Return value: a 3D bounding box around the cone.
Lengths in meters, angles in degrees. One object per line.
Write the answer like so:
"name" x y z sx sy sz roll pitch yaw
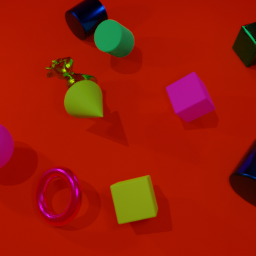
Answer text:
"cone" -0.937 -0.537 7.426 1.139 1.139 1.143 -33 41 -16

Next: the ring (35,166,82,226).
"ring" -1.759 1.691 7.016 1.479 0.296 1.479 -5 79 29

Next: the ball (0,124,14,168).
"ball" -3.685 0.478 7.269 1.334 1.334 1.334 0 62 0

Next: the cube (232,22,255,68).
"cube" 4.301 -2.827 9.351 1.005 1.005 1.005 -19 64 -10

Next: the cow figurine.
"cow figurine" -1.579 -1.288 8.192 0.872 1.563 1.588 -32 64 31

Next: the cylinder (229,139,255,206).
"cylinder" 3.489 1.134 7.078 1.347 1.347 1.347 36 68 17

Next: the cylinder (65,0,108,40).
"cylinder" -1.451 -3.847 9.827 1.099 1.099 1.099 40 69 19

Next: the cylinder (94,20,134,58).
"cylinder" -0.427 -2.865 9.075 0.984 0.984 0.984 1 93 25

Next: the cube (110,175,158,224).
"cube" 0.175 1.699 6.766 0.891 0.891 0.891 -14 82 7

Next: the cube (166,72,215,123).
"cube" 1.825 -0.865 8.173 0.936 0.936 0.936 -28 61 23
